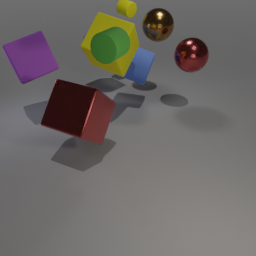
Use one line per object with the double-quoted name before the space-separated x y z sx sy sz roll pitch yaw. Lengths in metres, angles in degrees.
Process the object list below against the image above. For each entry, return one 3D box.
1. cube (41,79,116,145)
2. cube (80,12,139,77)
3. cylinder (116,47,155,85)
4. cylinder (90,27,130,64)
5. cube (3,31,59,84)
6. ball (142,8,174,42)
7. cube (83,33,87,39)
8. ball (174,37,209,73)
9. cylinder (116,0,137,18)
"cube" -1.407 -0.439 8.226 1.400 1.400 1.400 16 -5 22
"cube" -0.582 -2.894 9.845 1.400 1.400 1.400 23 -8 14
"cylinder" 0.277 -2.729 11.929 1.400 1.400 1.400 21 32 0
"cylinder" -0.396 -1.912 6.456 0.700 0.700 0.700 13 33 21
"cube" -3.538 -2.525 10.201 1.400 1.400 1.400 -28 19 -16
"ball" 1.328 -4.538 12.363 1.400 1.400 1.400 0 30 0
"cube" -0.946 -4.093 13.208 1.400 1.400 1.400 -48 51 -3
"ball" 2.599 -2.989 11.510 1.400 1.400 1.400 0 30 0
"cylinder" -0.065 -5.583 13.067 0.700 0.700 0.700 -25 48 -37
